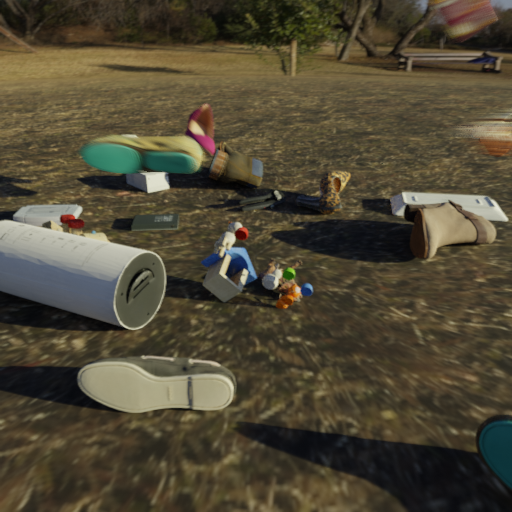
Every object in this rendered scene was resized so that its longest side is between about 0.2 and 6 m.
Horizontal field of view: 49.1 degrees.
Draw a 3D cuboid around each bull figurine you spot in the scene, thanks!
[{"bbox_3d":[3.113,-1.571,7.214,0.538,0.289,0.887,-29,-29,26],"label":"bull figurine"}]

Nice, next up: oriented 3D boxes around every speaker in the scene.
[{"bbox_3d":[-2.967,0.245,8.865,3.014,1.224,1.224,11,25,25],"label":"speaker"}]

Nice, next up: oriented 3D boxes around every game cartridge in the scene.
[{"bbox_3d":[-4.821,-0.938,12.954,1.367,0.277,0.912,-1,19,-3],"label":"game cartridge"}]

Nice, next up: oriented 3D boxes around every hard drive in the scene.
[{"bbox_3d":[-2.264,-0.765,12.624,1.015,0.167,0.708,-2,23,-4],"label":"hard drive"}]

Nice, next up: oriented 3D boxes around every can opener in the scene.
[{"bbox_3d":[0.153,-1.317,13.792,1.313,0.516,0.416,-19,68,-31],"label":"can opener"}]

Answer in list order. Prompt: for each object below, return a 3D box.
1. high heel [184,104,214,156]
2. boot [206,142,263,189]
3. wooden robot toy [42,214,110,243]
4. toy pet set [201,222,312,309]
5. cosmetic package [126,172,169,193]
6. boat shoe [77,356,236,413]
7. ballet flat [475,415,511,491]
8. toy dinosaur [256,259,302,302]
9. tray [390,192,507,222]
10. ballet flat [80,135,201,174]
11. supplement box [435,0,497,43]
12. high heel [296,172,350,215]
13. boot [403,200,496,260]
[{"bbox_3d":[-1.261,-3.043,13.246,0.739,1.054,2.193,24,12,-27],"label":"high heel"},{"bbox_3d":[-0.585,-2.500,16.152,1.434,1.106,2.959,21,17,-7],"label":"boot"},{"bbox_3d":[-3.048,-0.203,10.421,1.044,1.014,2.301,-6,22,-45],"label":"wooden robot toy"},{"bbox_3d":[-0.066,0.133,9.060,1.481,1.586,0.842,-33,25,36],"label":"toy pet set"},{"bbox_3d":[-3.028,-2.167,15.548,0.706,0.507,1.250,-17,29,-34],"label":"cosmetic package"},{"bbox_3d":[-1.165,1.517,6.743,1.848,0.618,0.527,5,10,0],"label":"boat shoe"},{"bbox_3d":[3.283,2.138,5.093,2.425,0.822,0.877,18,8,35],"label":"ballet flat"},{"bbox_3d":[0.346,0.395,9.561,1.064,0.457,0.721,8,30,31],"label":"toy dinosaur"},{"bbox_3d":[4.627,-1.245,13.628,2.603,0.289,1.397,4,24,9],"label":"tray"},{"bbox_3d":[-1.986,-1.834,9.869,2.096,0.741,0.741,4,23,4],"label":"ballet flat"},{"bbox_3d":[2.377,-2.934,6.460,0.466,0.361,0.844,-28,-32,28],"label":"supplement box"},{"bbox_3d":[2.054,-1.565,13.808,1.837,0.656,1.309,-34,32,-29],"label":"high heel"},{"bbox_3d":[3.971,-0.503,11.328,1.688,0.811,2.309,10,32,-1],"label":"boot"}]
